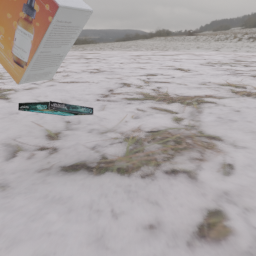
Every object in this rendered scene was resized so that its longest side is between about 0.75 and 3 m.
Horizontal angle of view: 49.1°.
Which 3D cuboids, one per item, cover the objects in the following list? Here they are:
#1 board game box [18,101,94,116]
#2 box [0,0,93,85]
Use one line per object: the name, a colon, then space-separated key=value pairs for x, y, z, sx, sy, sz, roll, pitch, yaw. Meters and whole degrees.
board game box: x=-1.460 y=-0.390 z=5.845 sx=0.880 sy=0.183 sz=1.301 roll=0 pitch=-2 yaw=32
box: x=-2.676 y=-2.928 z=7.910 sx=2.037 sy=2.676 sz=1.423 roll=47 pitch=32 yaw=9
